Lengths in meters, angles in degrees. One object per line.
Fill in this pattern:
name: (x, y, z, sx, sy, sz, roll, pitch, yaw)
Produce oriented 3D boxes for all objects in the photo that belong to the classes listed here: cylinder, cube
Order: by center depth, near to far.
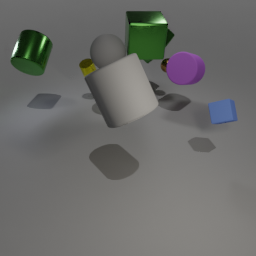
cylinder: (-0.153, -0.913, 6.921, 1.400, 1.400, 1.400, -24, 11, 5)
cube: (3.151, -0.528, 9.285, 0.700, 0.700, 0.700, -12, -7, 32)
cube: (0.647, -3.572, 10.787, 1.400, 1.400, 1.400, -2, 40, -6)
cylinder: (-4.058, -3.159, 11.861, 1.400, 1.400, 1.400, 7, 71, 12)
cylinder: (2.605, -2.640, 12.542, 1.400, 1.400, 1.400, 17, 16, 25)
cylinder: (-1.894, -2.829, 13.382, 0.700, 0.700, 0.700, -8, 51, 10)
cube: (1.094, -4.253, 13.543, 1.400, 1.400, 1.400, -54, 13, -16)

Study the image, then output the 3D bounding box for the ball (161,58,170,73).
ball: (1.948, -3.068, 13.740, 0.700, 0.700, 0.700, 0, 31, 0)

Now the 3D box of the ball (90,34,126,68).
ball: (-0.776, -2.931, 10.882, 1.400, 1.400, 1.400, 0, 31, 0)
